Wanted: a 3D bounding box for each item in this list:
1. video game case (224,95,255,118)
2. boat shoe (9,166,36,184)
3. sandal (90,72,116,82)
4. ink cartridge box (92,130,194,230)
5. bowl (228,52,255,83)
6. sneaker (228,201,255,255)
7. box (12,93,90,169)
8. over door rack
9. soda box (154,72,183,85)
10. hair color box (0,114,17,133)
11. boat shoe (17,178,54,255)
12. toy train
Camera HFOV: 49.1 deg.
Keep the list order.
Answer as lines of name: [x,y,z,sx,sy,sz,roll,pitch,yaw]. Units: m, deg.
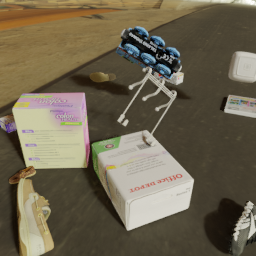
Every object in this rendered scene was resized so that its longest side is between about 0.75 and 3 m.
video game case: [5.662,-1.022,13.357,1.872,0.222,1.704,12,33,20]
boat shoe: [-3.471,1.511,9.166,0.897,0.303,0.323,-26,40,-36]
sandal: [-1.511,-2.969,16.371,1.506,0.552,0.495,-3,11,-16]
ink cartridge box: [0.315,1.405,8.489,2.033,1.179,2.808,-13,34,-20]
bowl: [4.611,-2.388,10.946,1.144,1.145,0.427,10,9,2]
sneaker: [3.163,2.604,7.103,0.835,0.613,1.846,18,34,31]
box: [-2.458,0.107,9.470,2.084,2.369,1.145,-2,32,-1]
over door rack: [0.558,-0.662,8.642,0.656,1.455,1.970,11,71,53]
soda box: [2.346,-3.101,16.388,0.606,0.566,1.778,-27,41,-36]
hair color box: [-4.723,-0.346,12.057,0.748,0.443,1.368,25,38,36]
boat shoe: [-2.496,2.300,7.445,0.841,0.938,2.535,-2,34,-23]
toy train: [0.866,-3.052,11.544,2.802,1.215,1.601,30,-7,-10]
